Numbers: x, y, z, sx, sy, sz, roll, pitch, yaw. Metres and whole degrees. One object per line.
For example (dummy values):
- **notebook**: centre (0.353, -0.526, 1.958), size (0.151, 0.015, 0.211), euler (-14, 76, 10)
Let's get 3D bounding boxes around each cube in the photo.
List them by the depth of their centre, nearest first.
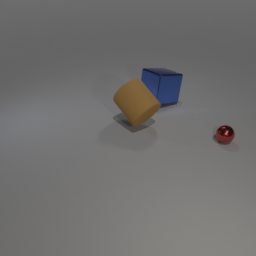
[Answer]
- **cube**: centre (1.553, -2.036, 13.434), size (1.400, 1.400, 1.400), euler (-9, 27, -33)

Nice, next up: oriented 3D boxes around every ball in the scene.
- **ball**: centre (3.719, 0.237, 10.714), size (0.700, 0.700, 0.700), euler (0, 32, 0)

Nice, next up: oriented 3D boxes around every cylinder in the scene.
- **cylinder**: centre (0.353, -1.025, 11.298), size (1.400, 1.400, 1.400), euler (-27, 72, -36)
